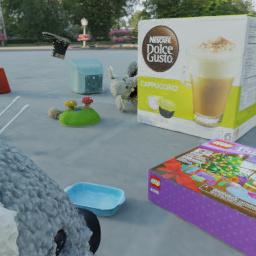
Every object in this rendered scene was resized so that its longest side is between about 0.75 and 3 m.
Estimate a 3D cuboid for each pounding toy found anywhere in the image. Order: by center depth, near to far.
[{"bbox_3d":[-1.496,-0.563,8.021,1.498,0.695,1.156,17,25,41],"label":"pounding toy"}]

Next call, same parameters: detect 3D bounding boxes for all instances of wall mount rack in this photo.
[{"bbox_3d":[-3.446,-0.245,6.987,1.746,0.749,2.010,-10,22,-29],"label":"wall mount rack"}]

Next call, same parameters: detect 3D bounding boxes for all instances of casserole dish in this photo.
[{"bbox_3d":[-0.496,1.033,4.040,0.946,0.183,0.573,7,19,18],"label":"casserole dish"}]

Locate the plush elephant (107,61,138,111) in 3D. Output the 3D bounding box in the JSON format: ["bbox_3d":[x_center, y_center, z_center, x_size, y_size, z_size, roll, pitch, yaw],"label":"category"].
[{"bbox_3d":[0.101,-1.389,9.170,2.028,1.670,1.570,-24,-5,21],"label":"plush elephant"}]

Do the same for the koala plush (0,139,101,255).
[{"bbox_3d":[-0.767,0.944,1.415,1.831,1.992,1.767,-9,21,-23],"label":"koala plush"}]

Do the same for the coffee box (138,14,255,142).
[{"bbox_3d":[2.143,-1.521,7.597,2.782,2.755,2.786,15,23,38],"label":"coffee box"}]

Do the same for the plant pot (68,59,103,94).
[{"bbox_3d":[-1.661,-2.088,11.788,1.324,1.320,1.348,-9,30,-26],"label":"plant pot"}]

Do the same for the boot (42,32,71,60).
[{"bbox_3d":[-2.571,-2.888,9.815,1.005,0.757,0.368,17,14,-6],"label":"boot"}]

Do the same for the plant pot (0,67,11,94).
[{"bbox_3d":[-5.697,-1.908,11.690,1.059,1.060,0.934,15,34,39],"label":"plant pot"}]

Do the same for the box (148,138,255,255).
[{"bbox_3d":[1.893,0.929,3.743,1.898,0.542,2.774,-16,25,-41],"label":"box"}]

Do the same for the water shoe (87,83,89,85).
[{"bbox_3d":[-2.266,-2.204,13.380,0.707,0.640,1.791,18,17,-19],"label":"water shoe"}]
